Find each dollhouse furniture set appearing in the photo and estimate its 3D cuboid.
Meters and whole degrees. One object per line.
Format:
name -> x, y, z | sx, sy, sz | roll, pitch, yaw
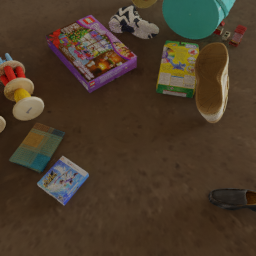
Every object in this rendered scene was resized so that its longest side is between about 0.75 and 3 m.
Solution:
dollhouse furniture set -> 3.865, -3.699, 10.805 | 1.183, 0.637, 0.481 | 30, 62, 18

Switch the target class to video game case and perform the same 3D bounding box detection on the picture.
video game case -> -1.778, 1.419, 7.707 | 0.947, 0.238, 1.045 | 30, 62, 19

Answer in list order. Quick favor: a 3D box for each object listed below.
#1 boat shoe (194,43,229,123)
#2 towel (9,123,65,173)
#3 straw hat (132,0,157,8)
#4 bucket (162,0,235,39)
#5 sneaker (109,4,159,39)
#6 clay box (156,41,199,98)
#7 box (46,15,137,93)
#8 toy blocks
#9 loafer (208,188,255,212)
boat shoe -> 2.738, -1.485, 9.167 | 1.073, 1.007, 2.910 | 2, 61, 25
towel -> -2.661, 0.561, 8.327 | 1.071, 0.158, 1.460 | 19, 57, 11
straw hat -> 0.825, -5.833, 12.212 | 1.330, 1.330, 0.563 | 22, 19, 14
bucket -> 2.619, -4.745, 10.490 | 2.573, 2.573, 1.674 | 23, 64, 14
sneaker -> 0.361, -4.332, 11.107 | 1.993, 0.795, 1.297 | 12, 66, 19
clay box -> 1.769, -2.129, 9.841 | 1.266, 0.525, 2.204 | 10, 57, 6
box -> -1.375, -2.821, 10.249 | 2.040, 0.583, 2.981 | -33, 63, -19
toy blocks -> -4.236, -1.227, 8.994 | 2.229, 0.971, 2.675 | -26, 61, -17
loafer -> 2.938, 1.785, 7.233 | 1.632, 0.590, 0.594 | 2, 56, 6
